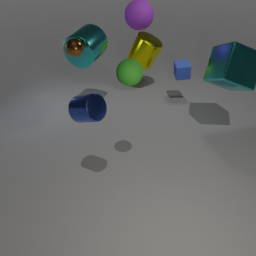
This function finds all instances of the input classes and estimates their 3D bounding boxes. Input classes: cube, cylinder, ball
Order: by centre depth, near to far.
[{"bbox_3d":[-1.015,-0.492,7.042,0.700,0.700,0.700,-1,24,41],"label":"cylinder"},{"bbox_3d":[0.039,-1.447,7.277,0.700,0.700,0.700,0,31,0],"label":"ball"},{"bbox_3d":[3.935,-2.256,10.516,1.400,1.400,1.400,15,4,-17],"label":"cube"},{"bbox_3d":[-2.012,-3.020,10.536,0.700,0.700,0.700,0,31,0],"label":"ball"},{"bbox_3d":[-1.754,-3.429,11.720,1.400,1.400,1.400,12,42,19],"label":"cylinder"},{"bbox_3d":[2.575,-2.765,13.310,0.700,0.700,0.700,-6,43,1],"label":"cube"},{"bbox_3d":[0.531,-5.397,13.367,1.400,1.400,1.400,0,31,0],"label":"ball"},{"bbox_3d":[0.854,-3.961,14.360,1.400,1.400,1.400,19,38,-16],"label":"cylinder"}]
